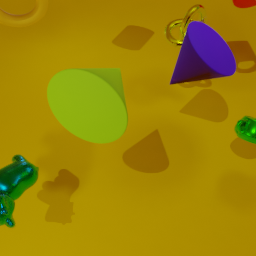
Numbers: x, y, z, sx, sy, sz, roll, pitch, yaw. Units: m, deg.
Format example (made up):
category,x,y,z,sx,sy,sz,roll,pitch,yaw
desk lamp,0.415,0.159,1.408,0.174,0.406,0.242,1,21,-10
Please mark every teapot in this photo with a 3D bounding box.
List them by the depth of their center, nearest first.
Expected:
category,x,y,z,sx,sy,sz,roll,pitch,yaw
teapot,3.073,-0.004,6.731,1.373,0.672,0.854,7,18,-31

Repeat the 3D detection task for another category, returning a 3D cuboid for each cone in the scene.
category,x,y,z,sx,sy,sz,roll,pitch,yaw
cone,-0.401,-0.699,4.784,1.375,1.375,1.380,17,43,13
cone,1.520,-1.490,6.892,1.519,1.525,1.519,18,54,-27

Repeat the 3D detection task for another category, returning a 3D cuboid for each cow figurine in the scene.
category,x,y,z,sx,sy,sz,roll,pitch,yaw
cow figurine,-2.294,1.214,5.508,1.413,0.788,1.436,22,41,38

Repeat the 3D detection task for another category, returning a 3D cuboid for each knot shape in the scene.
category,x,y,z,sx,sy,sz,roll,pitch,yaw
knot shape,1.785,-2.787,7.832,1.372,1.284,0.634,19,17,-12

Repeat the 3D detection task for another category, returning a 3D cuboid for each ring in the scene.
category,x,y,z,sx,sy,sz,roll,pitch,yaw
ring,-2.499,-2.849,6.301,1.379,1.379,0.276,-14,65,-11

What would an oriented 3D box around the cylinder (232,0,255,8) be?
category,x,y,z,sx,sy,sz,roll,pitch,yaw
cylinder,3.480,-4.324,8.006,1.219,1.219,1.219,-9,77,-7
